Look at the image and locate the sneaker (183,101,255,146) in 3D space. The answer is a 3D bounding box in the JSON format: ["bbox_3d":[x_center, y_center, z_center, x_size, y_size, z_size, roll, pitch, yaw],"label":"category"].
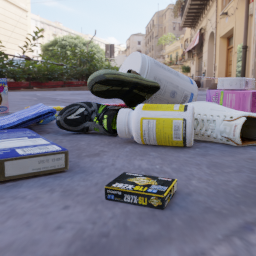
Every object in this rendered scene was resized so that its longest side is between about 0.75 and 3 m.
[{"bbox_3d":[2.158,-0.122,6.659,2.644,0.963,1.119,4,8,16],"label":"sneaker"}]

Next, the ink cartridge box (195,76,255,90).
[{"bbox_3d":[4.872,-2.230,13.932,2.303,0.584,2.614,7,11,33],"label":"ink cartridge box"}]

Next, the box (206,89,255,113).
[{"bbox_3d":[5.169,-1.248,13.190,1.972,1.084,2.242,-8,12,-40],"label":"box"}]

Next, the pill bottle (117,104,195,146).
[{"bbox_3d":[0.652,-0.085,6.508,1.713,0.953,0.953,3,10,15],"label":"pill bottle"}]

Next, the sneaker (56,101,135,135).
[{"bbox_3d":[-0.706,-0.281,7.741,2.577,0.914,1.068,3,1,-1],"label":"sneaker"}]

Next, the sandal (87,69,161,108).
[{"bbox_3d":[-0.018,-1.257,7.773,1.142,0.820,2.875,-34,-23,25],"label":"sandal"}]

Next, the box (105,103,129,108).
[{"bbox_3d":[-0.642,-0.538,10.134,1.404,0.670,0.700,-3,10,-18],"label":"box"}]

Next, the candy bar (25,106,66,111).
[{"bbox_3d":[-4.126,-1.014,14.412,2.245,0.249,0.560,0,10,5],"label":"candy bar"}]

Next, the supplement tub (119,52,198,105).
[{"bbox_3d":[1.043,-1.445,10.084,2.614,1.725,1.725,21,-1,-27],"label":"supplement tub"}]

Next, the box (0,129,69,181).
[{"bbox_3d":[-2.278,0.406,5.139,1.538,0.411,2.539,-6,12,-33],"label":"box"}]

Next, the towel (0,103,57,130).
[{"bbox_3d":[-3.306,-0.358,8.579,1.857,0.306,2.565,-23,18,-21],"label":"towel"}]

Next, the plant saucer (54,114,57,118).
[{"bbox_3d":[-3.455,-0.518,11.180,1.385,0.215,1.385,1,5,0],"label":"plant saucer"}]

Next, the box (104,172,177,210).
[{"bbox_3d":[0.177,0.780,3.595,0.782,0.193,0.625,4,12,23],"label":"box"}]

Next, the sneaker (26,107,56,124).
[{"bbox_3d":[-3.176,-0.426,10.083,0.634,0.533,1.617,1,8,-43],"label":"sneaker"}]

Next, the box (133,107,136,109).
[{"bbox_3d":[1.138,-1.156,13.240,1.544,0.604,2.533,17,14,18],"label":"box"}]

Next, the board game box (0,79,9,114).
[{"bbox_3d":[-6.190,-1.418,12.598,0.334,1.620,1.624,6,12,31],"label":"board game box"}]
